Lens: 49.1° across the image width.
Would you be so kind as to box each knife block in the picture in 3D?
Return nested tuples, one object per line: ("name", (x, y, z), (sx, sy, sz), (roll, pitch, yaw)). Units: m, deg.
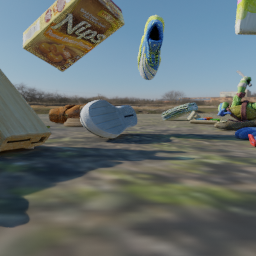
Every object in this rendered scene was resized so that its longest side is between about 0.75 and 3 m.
("knife block", (-2.606, -0.948, 4.245), (2.844, 2.496, 0.910), (2, 4, 22))

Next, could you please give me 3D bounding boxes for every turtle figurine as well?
("turtle figurine", (4.537, -0.969, 9.669), (2.383, 1.768, 2.457), (15, 27, 42))

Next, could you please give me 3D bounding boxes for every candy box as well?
("candy box", (-1.322, -2.371, 6.693), (2.187, 0.605, 1.262), (-28, -33, 28))

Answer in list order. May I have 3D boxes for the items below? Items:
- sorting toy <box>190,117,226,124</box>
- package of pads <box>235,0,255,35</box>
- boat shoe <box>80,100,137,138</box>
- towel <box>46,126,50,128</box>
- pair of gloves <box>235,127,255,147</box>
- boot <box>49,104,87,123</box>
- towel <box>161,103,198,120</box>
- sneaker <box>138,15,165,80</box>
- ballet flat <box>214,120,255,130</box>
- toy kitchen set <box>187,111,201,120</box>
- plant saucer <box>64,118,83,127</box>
("sorting toy", (3.897, -0.311, 12.050), (2.032, 0.272, 1.514), (3, 5, 43))
("package of pads", (3.938, -3.642, 8.313), (1.313, 1.699, 0.579), (4, 8, 9))
("boat shoe", (-0.481, -0.087, 6.037), (0.727, 0.800, 2.176), (-23, -10, 23))
("towel", (-3.060, -0.033, 9.085), (0.971, 0.088, 0.418), (-2, 5, -37))
("pair of gloves", (2.933, 0.139, 4.957), (1.808, 0.256, 2.249), (1, 4, 13))
("boot", (-2.480, -0.696, 13.082), (2.105, 1.002, 2.721), (-6, 0, -4))
("towel", (3.079, -0.975, 16.592), (1.794, 0.505, 2.096), (-21, -7, 27))
("sneaker", (0.947, -3.342, 12.114), (1.076, 2.841, 1.492), (6, 26, 5))
("ballet flat", (3.379, -0.131, 8.179), (1.669, 0.387, 0.562), (1, 4, 8))
("toy kitchen set", (3.520, -0.684, 15.584), (0.908, 0.535, 0.727), (26, 12, -47))
("plant saucer", (-1.410, -0.228, 10.670), (2.045, 0.301, 2.045), (1, 3, 0))
